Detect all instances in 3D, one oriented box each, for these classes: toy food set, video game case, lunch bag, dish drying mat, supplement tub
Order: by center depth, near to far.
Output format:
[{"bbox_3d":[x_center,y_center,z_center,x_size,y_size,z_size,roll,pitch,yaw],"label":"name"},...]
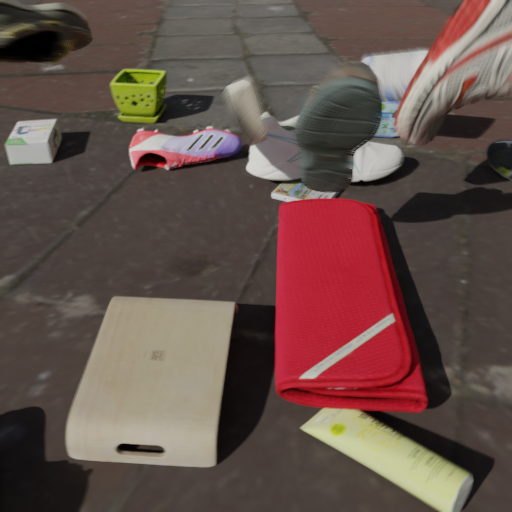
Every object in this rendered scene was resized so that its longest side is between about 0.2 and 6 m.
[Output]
[{"bbox_3d":[-1.147,1.418,6.831,1.627,0.685,2.267,3,44,3],"label":"toy food set"},{"bbox_3d":[1.197,0.332,8.229,1.800,0.426,4.686,1,33,3],"label":"dish drying mat"},{"bbox_3d":[1.040,-1.311,10.920,1.092,0.137,1.200,17,39,22],"label":"video game case"},{"bbox_3d":[2.821,-3.532,11.083,1.389,0.916,0.916,7,34,34],"label":"supplement tub"},{"bbox_3d":[2.619,-3.378,13.325,1.710,0.705,1.375,5,33,5],"label":"lunch bag"}]

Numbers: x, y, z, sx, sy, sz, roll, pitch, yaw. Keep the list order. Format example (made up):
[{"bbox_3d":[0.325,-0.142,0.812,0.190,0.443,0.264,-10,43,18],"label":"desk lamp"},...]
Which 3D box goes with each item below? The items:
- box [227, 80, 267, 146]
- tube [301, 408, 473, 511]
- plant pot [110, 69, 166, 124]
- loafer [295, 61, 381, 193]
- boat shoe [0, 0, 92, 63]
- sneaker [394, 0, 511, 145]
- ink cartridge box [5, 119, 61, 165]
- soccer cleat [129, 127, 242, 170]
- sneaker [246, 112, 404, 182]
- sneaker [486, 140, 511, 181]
[{"bbox_3d":[-0.148,-2.369,9.308,0.339,0.992,0.408,-23,30,-7],"label":"box"},{"bbox_3d":[1.365,2.080,5.989,1.787,0.519,0.464,22,85,41],"label":"tube"},{"bbox_3d":[-2.810,-3.881,13.717,1.132,1.027,1.127,4,35,5],"label":"plant pot"},{"bbox_3d":[0.947,-1.644,6.925,0.924,2.571,0.809,6,72,1],"label":"loafer"},{"bbox_3d":[-2.584,-2.584,6.625,0.717,0.600,2.007,-32,3,25],"label":"boat shoe"},{"bbox_3d":[3.001,-2.512,7.631,1.426,3.472,1.351,33,68,3],"label":"sneaker"},{"bbox_3d":[-4.833,-2.493,12.221,0.885,0.533,1.218,-4,35,-4],"label":"ink cartridge box"},{"bbox_3d":[-1.466,-2.163,11.729,2.334,0.779,0.893,1,63,-5],"label":"soccer cleat"},{"bbox_3d":[1.425,-2.152,10.967,3.184,1.276,1.120,-1,21,-11],"label":"sneaker"},{"bbox_3d":[5.689,-1.873,11.309,2.044,0.761,0.865,21,34,13],"label":"sneaker"}]
